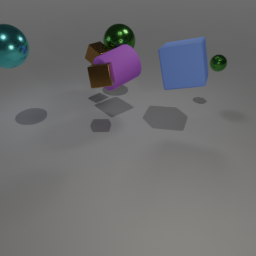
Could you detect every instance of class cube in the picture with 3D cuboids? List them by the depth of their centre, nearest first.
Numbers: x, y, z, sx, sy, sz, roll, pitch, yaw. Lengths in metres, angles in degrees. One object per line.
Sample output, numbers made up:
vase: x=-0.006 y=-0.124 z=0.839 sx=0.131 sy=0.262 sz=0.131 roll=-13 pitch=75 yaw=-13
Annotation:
cube: x=-0.870 y=-1.743 z=9.206 sx=0.700 sy=0.700 sz=0.700 roll=-6 pitch=19 yaw=8
cube: x=1.949 y=-2.224 z=9.618 sx=1.400 sy=1.400 sz=1.400 roll=-3 pitch=23 yaw=21
cube: x=-1.249 y=-3.070 z=11.676 sx=0.700 sy=0.700 sz=0.700 roll=42 pitch=45 yaw=15

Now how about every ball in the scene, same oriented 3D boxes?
ball: x=-3.952 y=-2.646 z=9.119 sx=1.400 sy=1.400 sz=1.400 roll=0 pitch=31 yaw=0
ball: x=3.785 y=-2.717 z=11.725 sx=0.700 sy=0.700 sz=0.700 roll=0 pitch=31 yaw=0
ball: x=-0.375 y=-3.810 z=12.211 sx=1.400 sy=1.400 sz=1.400 roll=0 pitch=31 yaw=0

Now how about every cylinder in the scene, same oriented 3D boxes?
cylinder: x=-0.427 y=-2.404 z=11.136 sx=1.400 sy=1.400 sz=1.400 roll=-32 pitch=42 yaw=-24
